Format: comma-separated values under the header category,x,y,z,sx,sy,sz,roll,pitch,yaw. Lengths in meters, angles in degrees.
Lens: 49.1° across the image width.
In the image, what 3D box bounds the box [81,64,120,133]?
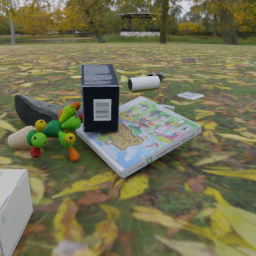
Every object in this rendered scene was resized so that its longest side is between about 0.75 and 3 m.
category,x,y,z,sx,sy,sz,roll,pitch,yaw
box,-0.902,-0.988,8.697,1.066,1.478,1.991,-2,29,-8

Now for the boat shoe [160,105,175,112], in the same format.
category,x,y,z,sx,sy,sz,roll,pitch,yaw
boat shoe,1.617,-0.809,11.683,0.798,0.247,0.287,7,-2,-26

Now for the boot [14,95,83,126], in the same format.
category,x,y,z,sx,sy,sz,roll,pitch,yaw
boot,-2.911,-0.665,10.846,2.862,0.969,1.870,26,31,31

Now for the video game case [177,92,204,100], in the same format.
category,x,y,z,sx,sy,sz,roll,pitch,yaw
video game case,3.233,-1.660,14.453,0.928,0.119,1.020,-18,28,-40

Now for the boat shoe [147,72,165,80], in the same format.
category,x,y,z,sx,sy,sz,roll,pitch,yaw
boat shoe,1.828,-3.369,18.450,0.504,0.503,1.393,-21,19,-32

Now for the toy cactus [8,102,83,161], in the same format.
category,x,y,z,sx,sy,sz,roll,pitch,yaw
toy cactus,-2.402,0.226,8.442,2.369,1.468,2.871,-15,21,13

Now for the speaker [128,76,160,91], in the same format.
category,x,y,z,sx,sy,sz,roll,pitch,yaw
speaker,0.887,-2.529,15.879,1.755,0.713,0.713,-9,23,-21

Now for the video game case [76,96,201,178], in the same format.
category,x,y,z,sx,sy,sz,roll,pitch,yaw
video game case,0.179,0.053,8.551,2.728,0.331,2.996,-27,35,-22

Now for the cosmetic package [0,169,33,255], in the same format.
category,x,y,z,sx,sy,sz,roll,pitch,yaw
cosmetic package,-3.382,1.522,4.963,2.904,1.032,1.528,0,21,1
